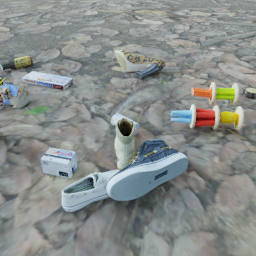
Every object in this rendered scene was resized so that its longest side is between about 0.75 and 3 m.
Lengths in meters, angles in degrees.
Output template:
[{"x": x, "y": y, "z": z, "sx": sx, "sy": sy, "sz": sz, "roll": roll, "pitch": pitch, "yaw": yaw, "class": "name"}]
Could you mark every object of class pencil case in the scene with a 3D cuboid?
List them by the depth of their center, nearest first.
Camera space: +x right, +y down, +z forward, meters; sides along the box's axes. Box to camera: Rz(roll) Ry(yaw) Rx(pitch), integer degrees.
[{"x": -0.099, "y": -0.133, "z": 9.416, "sx": 1.012, "sy": 0.420, "sz": 0.459, "roll": 27, "pitch": 51, "yaw": 34, "class": "pencil case"}]

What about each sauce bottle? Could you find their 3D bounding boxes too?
[{"x": -5.506, "y": -3.182, "z": 13.869, "sx": 1.520, "sy": 0.502, "sz": 0.502, "roll": -29, "pitch": 43, "yaw": -31, "class": "sauce bottle"}]

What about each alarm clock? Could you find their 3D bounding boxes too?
[{"x": 5.131, "y": -1.432, "z": 11.427, "sx": 0.931, "sy": 0.310, "sz": 0.628, "roll": 8, "pitch": 35, "yaw": 16, "class": "alarm clock"}]

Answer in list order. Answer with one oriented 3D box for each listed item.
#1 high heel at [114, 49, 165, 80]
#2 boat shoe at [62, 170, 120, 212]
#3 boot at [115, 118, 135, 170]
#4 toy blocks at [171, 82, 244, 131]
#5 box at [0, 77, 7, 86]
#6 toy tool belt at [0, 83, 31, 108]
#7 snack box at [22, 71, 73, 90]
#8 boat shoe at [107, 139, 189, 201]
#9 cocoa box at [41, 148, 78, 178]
[{"x": 0.555, "y": -3.336, "z": 13.629, "sx": 1.709, "sy": 0.856, "sz": 2.397, "roll": -29, "pitch": 60, "yaw": -26, "class": "high heel"}, {"x": -0.796, "y": 1.430, "z": 6.948, "sx": 1.802, "sy": 0.602, "sz": 0.663, "roll": -27, "pitch": 42, "yaw": -34, "class": "boat shoe"}, {"x": -0.090, "y": 0.236, "z": 8.071, "sx": 0.610, "sy": 1.310, "sz": 1.694, "roll": -2, "pitch": 34, "yaw": -2, "class": "boot"}, {"x": 2.650, "y": -0.806, "z": 9.702, "sx": 2.284, "sy": 0.829, "sz": 1.904, "roll": 3, "pitch": 55, "yaw": 4, "class": "toy blocks"}, {"x": -6.142, "y": -1.727, "z": 11.797, "sx": 1.599, "sy": 0.395, "sz": 1.277, "roll": 1, "pitch": 36, "yaw": 2, "class": "box"}, {"x": -4.549, "y": -1.387, "z": 10.812, "sx": 1.491, "sy": 0.916, "sz": 0.931, "roll": 9, "pitch": 35, "yaw": 12, "class": "toy tool belt"}, {"x": -3.586, "y": -2.131, "z": 12.488, "sx": 2.148, "sy": 0.261, "sz": 0.772, "roll": 13, "pitch": 36, "yaw": 18, "class": "snack box"}, {"x": 0.336, "y": 1.033, "z": 7.385, "sx": 2.483, "sy": 0.879, "sz": 1.127, "roll": -14, "pitch": 36, "yaw": -32, "class": "boat shoe"}, {"x": -1.871, "y": 0.951, "z": 7.703, "sx": 0.821, "sy": 0.547, "sz": 0.538, "roll": 8, "pitch": 35, "yaw": 12, "class": "cocoa box"}]
